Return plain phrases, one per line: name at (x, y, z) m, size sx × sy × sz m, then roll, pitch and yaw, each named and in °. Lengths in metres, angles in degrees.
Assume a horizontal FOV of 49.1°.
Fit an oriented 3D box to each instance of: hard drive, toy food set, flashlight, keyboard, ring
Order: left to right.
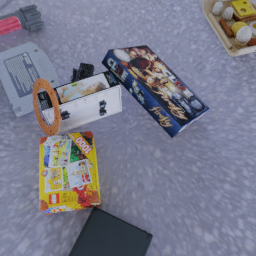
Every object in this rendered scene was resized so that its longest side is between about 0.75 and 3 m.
flashlight at (-4.224, -3.242, 9.290) m, size 2.819 × 0.954 × 0.958 m, roll -25°, pitch 30°, yaw -17°
ring at (-2.100, -0.531, 7.285) m, size 0.147 × 1.530 × 1.530 m, roll -16°, pitch 59°, yaw -39°
keyboard at (-1.477, -1.563, 8.729) m, size 0.664 × 0.253 × 1.275 m, roll 5°, pitch 61°, yaw 3°
hard drive at (-0.580, 3.075, 6.148) m, size 1.553 × 0.366 × 2.225 m, roll 23°, pitch 64°, yaw 12°
toy food set at (4.002, -3.734, 9.535) m, size 2.000 × 0.842 × 2.787 m, roll -15°, pitch 64°, yaw -8°

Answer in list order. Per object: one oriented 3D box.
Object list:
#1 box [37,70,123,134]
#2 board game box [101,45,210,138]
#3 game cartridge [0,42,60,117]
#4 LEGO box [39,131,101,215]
box at (-1.247, -0.695, 7.705) m, size 2.115 × 1.234 × 0.636 m, roll -20°, pitch 60°, yaw -10°
board game box at (0.805, -1.133, 7.620) m, size 2.728 × 0.472 × 1.848 m, roll 48°, pitch 38°, yaw 12°
game cartridge at (-3.063, -1.582, 8.636) m, size 1.599 × 0.499 × 2.401 m, roll -24°, pitch 64°, yaw -17°
LEGO box at (-1.459, 1.099, 7.020) m, size 1.364 × 0.707 × 1.831 m, roll -8°, pitch 62°, yaw -4°
